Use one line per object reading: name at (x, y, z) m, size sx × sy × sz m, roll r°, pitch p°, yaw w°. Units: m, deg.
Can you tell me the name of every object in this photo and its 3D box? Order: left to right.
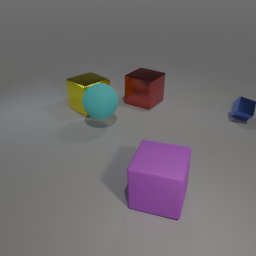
cube at (-1.762, -1.552, 12.621) m, size 1.400 × 1.400 × 1.400 m, roll -26°, pitch 39°, yaw -37°
ball at (-1.084, -1.055, 11.022) m, size 1.400 × 1.400 × 1.400 m, roll 0°, pitch 30°, yaw 0°
cube at (0.788, -1.885, 13.181) m, size 1.400 × 1.400 × 1.400 m, roll 19°, pitch 35°, yaw 28°
cube at (0.862, 1.344, 7.564) m, size 1.400 × 1.400 × 1.400 m, roll 9°, pitch 33°, yaw 17°
cube at (4.755, -0.777, 11.581) m, size 0.700 × 0.700 × 0.700 m, roll 19°, pitch 73°, yaw 2°
